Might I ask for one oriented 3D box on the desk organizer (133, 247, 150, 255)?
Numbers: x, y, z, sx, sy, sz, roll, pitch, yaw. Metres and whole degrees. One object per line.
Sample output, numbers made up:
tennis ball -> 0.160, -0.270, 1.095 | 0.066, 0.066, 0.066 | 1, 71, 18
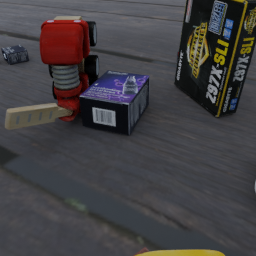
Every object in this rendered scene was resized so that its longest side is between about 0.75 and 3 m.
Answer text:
desk organizer -> -0.087, 2.149, 3.614 | 1.248, 0.447, 0.480 | -22, 37, -30

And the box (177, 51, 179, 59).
box -> 3.489, -2.954, 11.300 | 2.573, 0.513, 1.761 | -25, 41, -33

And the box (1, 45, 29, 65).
box -> -4.591, -2.991, 11.400 | 0.810, 0.463, 0.890 | -22, 39, -27

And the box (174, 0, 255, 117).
box -> 2.339, -2.168, 7.846 | 0.738, 2.992, 2.389 | -11, 36, -21

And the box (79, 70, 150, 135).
box -> -0.280, -0.747, 7.549 | 1.342, 0.946, 1.814 | 10, 35, 16

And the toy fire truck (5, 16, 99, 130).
toy fire truck -> -1.761, -1.223, 6.896 | 1.796, 2.456, 2.791 | 1, 33, 1

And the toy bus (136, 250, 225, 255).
toy bus -> 0.573, 2.322, 2.208 | 2.589, 1.338, 2.443 | 32, 41, 23
